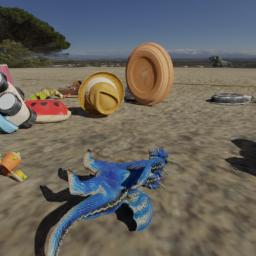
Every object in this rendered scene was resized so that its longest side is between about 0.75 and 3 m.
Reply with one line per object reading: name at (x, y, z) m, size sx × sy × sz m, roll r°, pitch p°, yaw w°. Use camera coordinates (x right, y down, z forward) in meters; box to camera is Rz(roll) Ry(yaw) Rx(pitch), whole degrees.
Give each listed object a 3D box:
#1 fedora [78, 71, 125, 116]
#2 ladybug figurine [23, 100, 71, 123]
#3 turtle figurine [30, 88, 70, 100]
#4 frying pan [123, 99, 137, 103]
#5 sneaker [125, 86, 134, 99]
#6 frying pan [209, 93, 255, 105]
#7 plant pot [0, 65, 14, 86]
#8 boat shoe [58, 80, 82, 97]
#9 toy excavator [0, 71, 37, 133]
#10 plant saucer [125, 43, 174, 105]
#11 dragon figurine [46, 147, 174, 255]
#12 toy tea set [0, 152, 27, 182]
fedora at (-0.748, -0.946, 8.788) m, size 1.637 × 1.637 × 0.668 m, roll -6°, pitch 35°, yaw -23°
ladybug figurine at (-2.645, -0.541, 8.717) m, size 1.746 × 0.628 × 1.185 m, roll 0°, pitch 15°, yaw 0°
turtle figurine at (-3.637, -1.538, 12.645) m, size 1.753 × 0.564 × 1.414 m, roll 3°, pitch 15°, yaw 12°
frying pan at (-0.350, -1.289, 12.267) m, size 1.830 × 0.298 × 1.107 m, roll 9°, pitch 17°, yaw -6°
sneaker at (0.932, -1.666, 12.644) m, size 1.297 × 0.827 × 2.244 m, roll 7°, pitch 15°, yaw 35°
frying pan at (4.787, -1.192, 11.791) m, size 2.697 × 0.439 × 1.632 m, roll 6°, pitch 16°, yaw 33°
plant pot at (-5.548, -1.805, 11.656) m, size 1.784 × 1.597 × 1.784 m, roll 0°, pitch 14°, yaw 0°
boat shoe at (-2.288, -1.880, 13.482) m, size 2.368 × 0.833 × 0.834 m, roll 2°, pitch 16°, yaw 14°
toy excavator at (-3.990, -0.547, 7.372) m, size 2.318 × 2.254 × 1.158 m, roll -34°, pitch -19°, yaw -5°
plant saucer at (0.718, -2.089, 11.007) m, size 0.391 × 2.421 × 2.421 m, roll -14°, pitch 20°, yaw -41°
dragon figurine at (-0.064, 0.787, 3.474) m, size 1.224 × 0.724 × 2.461 m, roll 2°, pitch 14°, yaw 9°
toy tea set at (-1.991, 0.542, 4.616) m, size 0.869 × 0.517 × 0.322 m, roll 15°, pitch 53°, yaw 30°
